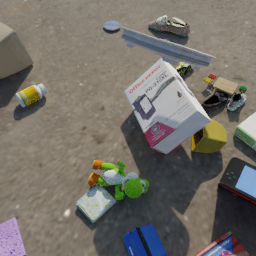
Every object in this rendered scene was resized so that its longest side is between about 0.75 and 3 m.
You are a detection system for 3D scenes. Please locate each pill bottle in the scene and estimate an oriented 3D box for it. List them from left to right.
[{"bbox_3d":[-3.898,-1.354,11.363,1.112,0.627,0.627,-32,59,-22],"label":"pill bottle"}]

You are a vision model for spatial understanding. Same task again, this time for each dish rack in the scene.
[{"bbox_3d":[1.078,-2.247,8.056,2.079,0.527,2.422,-2,28,-45],"label":"dish rack"}]

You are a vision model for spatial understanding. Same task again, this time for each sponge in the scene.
[{"bbox_3d":[-3.434,3.277,8.102,0.672,0.180,1.204,-23,56,-16],"label":"sponge"}]

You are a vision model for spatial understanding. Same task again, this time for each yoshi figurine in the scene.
[{"bbox_3d":[-0.273,1.661,8.789,1.894,1.065,1.061,16,51,3],"label":"yoshi figurine"}]

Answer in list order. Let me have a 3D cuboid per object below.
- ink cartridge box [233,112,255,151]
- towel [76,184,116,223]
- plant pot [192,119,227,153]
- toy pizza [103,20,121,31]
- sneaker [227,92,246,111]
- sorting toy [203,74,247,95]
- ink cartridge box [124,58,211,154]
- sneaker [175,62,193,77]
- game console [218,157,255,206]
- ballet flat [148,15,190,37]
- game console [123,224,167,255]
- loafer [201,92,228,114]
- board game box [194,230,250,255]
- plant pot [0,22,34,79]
[{"bbox_3d":[5.135,0.029,10.414,1.976,0.474,1.438,-32,59,-26],"label":"ink cartridge box"},{"bbox_3d":[-1.010,2.346,8.789,0.860,0.242,1.005,40,62,23],"label":"towel"},{"bbox_3d":[2.912,0.319,9.926,0.998,0.969,0.976,14,53,-7],"label":"plant pot"},{"bbox_3d":[-0.830,-5.373,14.741,0.928,0.147,0.928,-1,54,1],"label":"toy pizza"},{"bbox_3d":[4.454,-1.214,11.164,0.428,0.770,1.101,37,61,25],"label":"sneaker"},{"bbox_3d":[4.013,-1.718,11.778,1.768,0.299,0.852,27,47,18],"label":"sorting toy"},{"bbox_3d":[1.292,-0.808,10.014,1.989,1.159,2.748,-40,52,21],"label":"ink cartridge box"},{"bbox_3d":[2.435,-2.682,12.535,1.270,0.479,0.485,-31,51,-33],"label":"sneaker"},{"bbox_3d":[4.066,1.788,8.503,2.285,1.356,1.969,28,58,19],"label":"game console"},{"bbox_3d":[2.117,-5.341,14.331,2.251,0.757,0.766,17,54,13],"label":"ballet flat"},{"bbox_3d":[0.472,3.399,8.066,0.846,0.587,0.992,-36,55,12],"label":"game console"},{"bbox_3d":[3.497,-1.085,11.230,1.586,0.499,0.570,-31,58,-22],"label":"loafer"},{"bbox_3d":[2.099,4.145,7.381,2.919,0.284,1.502,-26,58,-19],"label":"board game box"},{"bbox_3d":[-5.714,-3.323,12.186,1.956,1.954,1.732,34,70,23],"label":"plant pot"}]
